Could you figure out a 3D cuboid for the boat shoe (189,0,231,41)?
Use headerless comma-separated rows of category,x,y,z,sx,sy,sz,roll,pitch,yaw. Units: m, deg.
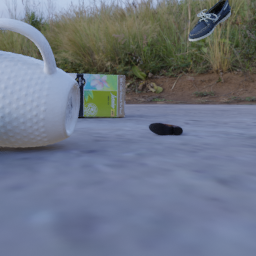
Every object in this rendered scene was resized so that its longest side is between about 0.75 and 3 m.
boat shoe,2.456,-3.269,8.439,1.785,0.552,0.668,-39,42,-12

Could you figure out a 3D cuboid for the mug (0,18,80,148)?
mug,-1.705,-0.624,4.292,1.765,2.013,1.486,8,35,2

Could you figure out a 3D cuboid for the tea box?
tea box,-1.645,-1.462,12.838,2.730,1.854,2.775,-1,6,-10

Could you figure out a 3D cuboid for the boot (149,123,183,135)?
boot,0.829,-0.012,6.450,0.766,0.278,0.813,0,5,-1
